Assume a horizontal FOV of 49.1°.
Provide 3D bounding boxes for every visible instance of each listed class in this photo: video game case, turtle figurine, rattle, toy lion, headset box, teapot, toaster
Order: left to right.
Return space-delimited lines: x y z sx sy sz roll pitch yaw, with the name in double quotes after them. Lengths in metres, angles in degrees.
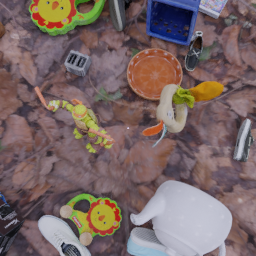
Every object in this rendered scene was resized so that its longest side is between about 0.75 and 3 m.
-5.004 3.038 9.091 2.699 1.042 2.009 36 110 10 "headset box"
-2.589 -5.215 11.916 2.920 1.003 2.799 17 83 4 "toy lion"
-2.037 -2.587 11.301 0.858 0.563 0.949 22 76 7 "toaster"
-1.388 -0.217 8.341 2.790 2.250 0.898 31 70 12 "turtle figurine"
-1.200 3.056 9.821 1.736 0.622 1.811 -37 78 -17 "toy lion"
1.642 -0.391 8.071 1.699 2.378 1.548 11 119 23 "rattle"
1.784 3.076 8.730 2.703 2.668 1.974 21 68 26 "teapot"
3.665 -6.486 12.511 2.123 0.267 2.965 29 77 7 "video game case"

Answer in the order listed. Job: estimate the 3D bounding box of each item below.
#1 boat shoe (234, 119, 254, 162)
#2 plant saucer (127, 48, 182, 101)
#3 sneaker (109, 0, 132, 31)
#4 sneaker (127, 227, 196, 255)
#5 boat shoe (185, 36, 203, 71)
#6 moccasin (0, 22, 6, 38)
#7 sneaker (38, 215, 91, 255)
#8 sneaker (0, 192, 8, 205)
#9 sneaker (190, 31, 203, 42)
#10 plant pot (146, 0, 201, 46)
4.408 0.476 10.501 0.517 0.574 1.624 17 83 5 "boat shoe"
1.063 -2.143 11.293 2.213 0.357 2.213 0 76 0 "plant saucer"
-0.005 -5.524 11.842 1.532 1.079 2.885 -6 82 -13 "sneaker"
1.112 4.148 9.464 2.415 0.893 0.990 21 111 -2 "sneaker"
2.713 -3.058 11.467 0.543 0.511 1.511 20 77 4 "boat shoe"
-6.015 -3.468 11.337 0.896 0.945 2.449 40 78 10 "moccasin"
-2.156 3.780 9.445 2.268 0.803 0.828 37 78 9 "sneaker"
-4.785 2.419 9.791 1.780 0.658 0.732 46 113 4 "sneaker"
2.719 -3.842 11.702 0.783 0.452 0.288 -14 77 -2 "sneaker"
1.902 -4.739 11.164 1.918 1.918 1.725 19 65 9 "plant pot"
